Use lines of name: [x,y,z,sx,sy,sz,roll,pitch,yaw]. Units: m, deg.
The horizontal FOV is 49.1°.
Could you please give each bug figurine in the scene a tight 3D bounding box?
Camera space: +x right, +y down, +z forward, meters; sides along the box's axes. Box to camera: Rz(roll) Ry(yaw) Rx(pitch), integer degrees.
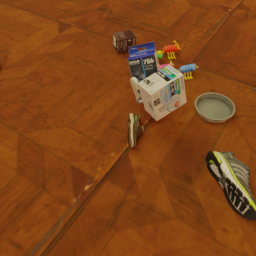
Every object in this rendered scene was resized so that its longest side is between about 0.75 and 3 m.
bug figurine: [2.087,-3.305,13.680,2.022,0.671,2.608,-17,50,-14]

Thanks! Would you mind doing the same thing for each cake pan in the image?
cake pan: [3.602,-0.838,11.701,1.648,0.302,1.648,0,48,0]

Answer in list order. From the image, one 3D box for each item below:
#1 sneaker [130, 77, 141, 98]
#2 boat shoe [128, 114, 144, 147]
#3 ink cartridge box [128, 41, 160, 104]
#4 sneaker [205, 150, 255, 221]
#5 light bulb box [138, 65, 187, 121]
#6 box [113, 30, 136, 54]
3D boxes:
sneaker: [0.519,-1.577,10.008,0.714,1.284,0.493,-34,68,-3]
boat shoe: [0.314,0.049,10.721,0.609,0.608,1.647,4,48,-4]
ink cartridge box: [0.681,-2.112,10.862,1.113,2.239,0.439,-8,17,21]
sneaker: [3.588,1.698,9.023,1.060,0.967,2.618,-11,50,-14]
light bulb box: [1.201,-1.198,9.577,1.333,1.321,0.832,-32,49,-10]
box: [-0.182,-4.514,14.660,1.001,0.831,0.822,-15,50,-13]
